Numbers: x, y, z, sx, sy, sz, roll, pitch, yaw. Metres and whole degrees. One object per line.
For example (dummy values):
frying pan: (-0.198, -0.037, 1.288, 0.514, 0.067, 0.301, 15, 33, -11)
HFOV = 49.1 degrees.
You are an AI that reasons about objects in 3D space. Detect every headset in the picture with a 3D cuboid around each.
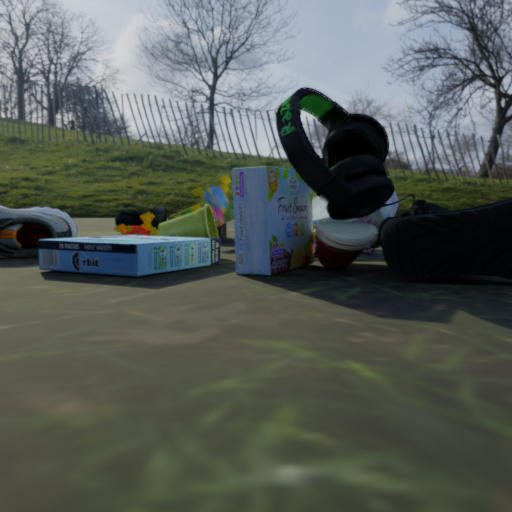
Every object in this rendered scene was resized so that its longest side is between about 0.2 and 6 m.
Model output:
headset: (1.385, -1.195, 8.628, 3.085, 1.905, 1.450, 33, -48, -26)

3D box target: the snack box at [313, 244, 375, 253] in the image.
snack box: (1.116, -0.541, 12.221, 2.522, 0.854, 2.127, -2, 6, -3)

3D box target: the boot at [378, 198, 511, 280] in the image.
boot: (3.119, -0.282, 7.717, 2.869, 1.096, 2.411, -3, 7, 14)

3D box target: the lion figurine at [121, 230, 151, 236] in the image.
lion figurine: (-2.880, -0.384, 13.380, 0.759, 0.449, 1.240, -17, -6, -14)

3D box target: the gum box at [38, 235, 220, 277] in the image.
gum box: (-1.876, -0.046, 8.682, 1.829, 0.480, 2.153, 3, 6, 27)

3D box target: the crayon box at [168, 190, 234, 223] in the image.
crayon box: (-1.111, -1.264, 15.999, 2.578, 0.751, 1.531, -22, 4, 4)

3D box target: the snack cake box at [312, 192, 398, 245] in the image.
snack cake box: (1.631, -0.753, 9.831, 1.521, 0.511, 0.874, -11, 31, 35)

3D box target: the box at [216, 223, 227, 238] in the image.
box: (-1.224, -0.779, 17.167, 0.473, 0.468, 0.570, 2, 5, 22)

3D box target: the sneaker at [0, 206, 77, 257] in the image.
sneaker: (-4.962, -0.483, 10.538, 2.947, 1.089, 1.168, -1, 10, -9)

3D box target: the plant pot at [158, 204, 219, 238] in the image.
plant pot: (-1.222, -0.343, 10.077, 0.946, 1.029, 1.029, -12, 4, 4)

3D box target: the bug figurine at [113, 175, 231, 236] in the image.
bug figurine: (-1.631, -0.791, 12.646, 2.813, 0.724, 2.181, -25, -10, 8)

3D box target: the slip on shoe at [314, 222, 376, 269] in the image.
slip on shoe: (1.255, -0.151, 8.370, 0.887, 0.733, 2.394, 4, 2, 0)

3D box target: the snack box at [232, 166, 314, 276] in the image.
snack box: (0.300, -0.543, 8.405, 0.605, 1.508, 1.788, 0, 4, 24)

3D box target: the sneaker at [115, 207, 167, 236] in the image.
sneaker: (-3.496, -0.939, 16.877, 1.618, 0.932, 3.103, -1, 0, -8)
